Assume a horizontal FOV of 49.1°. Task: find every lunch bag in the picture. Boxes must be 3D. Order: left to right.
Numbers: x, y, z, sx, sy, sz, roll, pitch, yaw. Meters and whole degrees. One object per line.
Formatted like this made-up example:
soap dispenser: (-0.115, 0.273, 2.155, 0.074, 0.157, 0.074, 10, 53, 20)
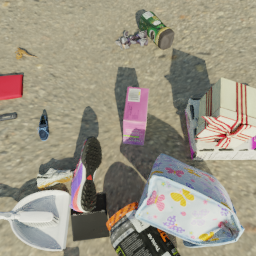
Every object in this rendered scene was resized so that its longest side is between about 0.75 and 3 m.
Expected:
lunch bag: (1.624, 1.956, 7.389, 2.469, 2.094, 1.570, 21, 103, 6)

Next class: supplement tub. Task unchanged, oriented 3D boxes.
supplement tub: (0.445, 3.155, 7.288, 1.354, 1.354, 2.210, -30, 64, -17)

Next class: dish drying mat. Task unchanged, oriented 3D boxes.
dish drying mat: (-5.534, -1.447, 10.756, 2.923, 0.266, 1.122, -7, 60, -5)

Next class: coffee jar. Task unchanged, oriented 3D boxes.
coffee jar: (1.247, -4.179, 12.042, 0.744, 0.910, 1.744, -28, 63, -19)

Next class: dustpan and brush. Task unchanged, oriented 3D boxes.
dustpan and brush: (-2.977, 2.567, 8.013, 2.450, 0.701, 1.710, 1, 58, 0)

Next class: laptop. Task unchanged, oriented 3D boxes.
laptop: (-1.129, 2.636, 8.363, 1.063, 0.658, 1.136, -6, 30, -4)

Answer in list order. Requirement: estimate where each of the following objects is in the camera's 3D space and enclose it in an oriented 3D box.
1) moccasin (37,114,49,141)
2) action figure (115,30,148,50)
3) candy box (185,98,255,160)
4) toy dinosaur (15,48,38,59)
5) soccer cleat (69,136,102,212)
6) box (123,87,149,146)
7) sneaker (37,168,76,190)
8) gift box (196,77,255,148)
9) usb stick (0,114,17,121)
moccasin: (-3.013, -0.026, 9.827, 0.399, 0.338, 0.991, -12, 59, -7)
action figure: (0.128, -3.788, 12.058, 1.425, 0.494, 0.927, -9, 67, -1)
candy box: (3.552, 0.019, 9.451, 2.947, 0.899, 2.010, 0, 61, -1)
toy dinosaur: (-4.383, -3.107, 11.721, 1.120, 0.338, 0.595, 31, 62, 17)
soccer cleat: (-1.288, 1.307, 8.158, 0.797, 0.743, 2.179, -11, 67, 40)
box: (0.260, -0.370, 9.346, 0.730, 1.509, 1.328, 5, 59, 3)
sneaker: (-2.240, 1.461, 8.828, 1.317, 0.498, 0.577, -18, 60, -12)
gift box: (2.810, -0.335, 8.207, 1.668, 1.539, 1.558, 13, 61, -4)
usb stick: (-4.423, -0.371, 10.164, 0.767, 0.125, 0.213, -10, 59, -6)
